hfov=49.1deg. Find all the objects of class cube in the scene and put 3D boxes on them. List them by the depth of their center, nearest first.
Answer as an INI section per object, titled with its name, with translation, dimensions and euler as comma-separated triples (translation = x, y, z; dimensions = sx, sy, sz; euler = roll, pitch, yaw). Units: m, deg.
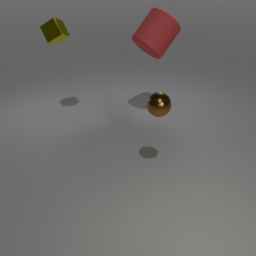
[cube]
translation = -2.768, -3.659, 10.663
dimensions = 0.700, 0.700, 0.700
euler = -25, 4, 18

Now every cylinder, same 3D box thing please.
[cylinder]
translation = 1.093, -3.665, 10.921
dimensions = 1.400, 1.400, 1.400
euler = 35, 4, -3

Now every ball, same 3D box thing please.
[ball]
translation = 0.871, -0.658, 7.868
dimensions = 0.700, 0.700, 0.700
euler = 0, 29, 0
